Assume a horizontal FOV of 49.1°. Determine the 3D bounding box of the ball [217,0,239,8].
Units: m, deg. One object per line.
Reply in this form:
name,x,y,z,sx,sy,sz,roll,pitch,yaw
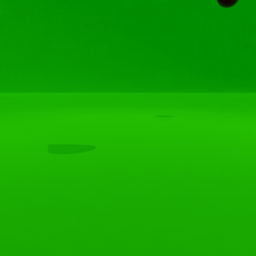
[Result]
ball,3.259,-4.296,9.115,0.730,0.730,0.730,0,8,0
